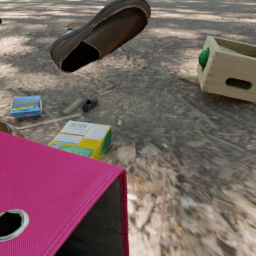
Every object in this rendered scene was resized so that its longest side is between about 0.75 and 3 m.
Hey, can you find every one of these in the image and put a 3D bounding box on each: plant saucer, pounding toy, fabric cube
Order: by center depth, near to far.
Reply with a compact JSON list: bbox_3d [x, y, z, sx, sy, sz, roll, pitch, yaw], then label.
[{"bbox_3d":[-1.538,1.644,3.182,2.393,2.400,2.355,14,34,23],"label":"fabric cube"},{"bbox_3d":[-4.015,0.421,7.299,2.513,0.403,2.513,0,31,0],"label":"plant saucer"},{"bbox_3d":[3.542,-2.115,10.525,2.853,2.029,2.627,12,32,0],"label":"pounding toy"}]

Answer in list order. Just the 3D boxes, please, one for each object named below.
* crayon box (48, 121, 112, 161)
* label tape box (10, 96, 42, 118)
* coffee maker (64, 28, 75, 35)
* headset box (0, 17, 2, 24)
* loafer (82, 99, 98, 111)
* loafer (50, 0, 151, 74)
[{"bbox_3d":[-1.280,0.545,6.944,1.239,0.508,1.971,7,30,12],"label":"crayon box"},{"bbox_3d":[-3.267,-0.617,9.062,0.877,0.385,1.216,-7,31,-11],"label":"label tape box"},{"bbox_3d":[-2.737,-4.714,15.335,1.686,1.182,1.755,-3,31,-6],"label":"coffee maker"},{"bbox_3d":[-3.334,-2.230,4.779,1.779,0.667,1.322,42,65,12],"label":"headset box"},{"bbox_3d":[-1.281,-0.841,9.544,0.282,0.291,0.830,14,33,22],"label":"loafer"},{"bbox_3d":[-0.538,-1.819,5.933,2.405,0.878,0.854,-28,50,15],"label":"loafer"}]
